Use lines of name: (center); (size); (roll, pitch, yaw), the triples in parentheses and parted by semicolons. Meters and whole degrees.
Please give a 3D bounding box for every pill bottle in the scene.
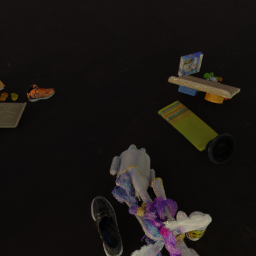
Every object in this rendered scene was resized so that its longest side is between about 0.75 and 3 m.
pill bottle: (1.740, 2.541, 7.193); (0.482, 0.844, 0.482); (-1, 49, 1)

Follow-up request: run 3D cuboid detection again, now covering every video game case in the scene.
video game case: (2.778, -2.823, 12.458); (1.029, 0.933, 0.234); (-19, 48, -18)

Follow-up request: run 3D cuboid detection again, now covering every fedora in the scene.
fedora: (2.962, 0.634, 9.216); (1.124, 1.124, 0.513); (-23, 19, -21)

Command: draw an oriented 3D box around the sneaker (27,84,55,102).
sneaker: (-3.545, -1.500, 11.370); (1.103, 0.618, 0.428); (-24, 50, -22)

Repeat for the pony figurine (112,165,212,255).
pony figurine: (0.739, 2.277, 6.405); (2.431, 2.818, 2.920); (-42, 52, 10)

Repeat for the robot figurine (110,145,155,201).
robot figurine: (0.162, 1.312, 8.345); (1.438, 0.957, 1.696); (17, 45, -12)

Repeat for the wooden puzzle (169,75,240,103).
wooden puzzle: (2.952, -1.499, 10.795); (2.287, 0.572, 2.469); (21, 19, 24)

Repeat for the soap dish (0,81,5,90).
soap dish: (-5.908, -1.806, 11.795); (1.102, 0.448, 0.867); (-34, 54, -28)

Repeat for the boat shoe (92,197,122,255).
boat shoe: (-0.587, 2.505, 7.423); (0.621, 0.589, 1.777); (-11, 46, -11)

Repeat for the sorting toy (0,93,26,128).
sorting toy: (-4.684, -0.684, 10.859); (1.435, 0.258, 1.927); (-2, 45, 4)

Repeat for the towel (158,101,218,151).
towel: (2.212, -0.116, 10.328); (1.018, 0.214, 2.365); (-29, 53, -19)

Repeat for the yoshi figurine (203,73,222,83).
yoshi figurine: (3.622, -2.153, 12.158); (0.807, 0.452, 0.453); (29, 56, 29)
